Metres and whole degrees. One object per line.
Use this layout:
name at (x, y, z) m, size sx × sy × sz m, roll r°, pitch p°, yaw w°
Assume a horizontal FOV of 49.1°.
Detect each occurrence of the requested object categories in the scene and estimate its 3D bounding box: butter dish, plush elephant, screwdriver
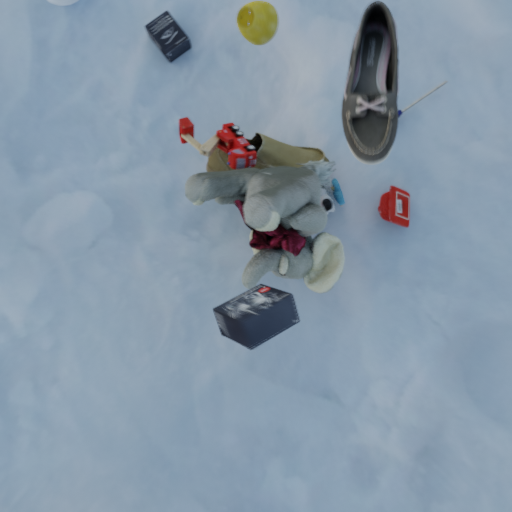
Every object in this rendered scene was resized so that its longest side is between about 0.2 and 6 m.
butter dish at (2.520, -0.894, 10.476) m, size 0.701 × 0.519 × 0.703 m, roll 12°, pitch 78°, yaw -44°
plush elephant at (0.341, -0.386, 9.389) m, size 2.682 × 2.209 × 2.076 m, roll -21°, pitch 119°, yaw -40°
screwdriver at (2.896, -2.877, 10.762) m, size 1.886 × 0.263 × 0.274 m, roll -39°, pitch 115°, yaw -1°

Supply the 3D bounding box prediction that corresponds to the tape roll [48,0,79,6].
tape roll at (-3.836, -5.449, 11.013) m, size 0.961 × 0.336 × 0.961 m, roll 0°, pitch 84°, yaw 0°

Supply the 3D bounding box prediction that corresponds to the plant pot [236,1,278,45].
plant pot at (-0.048, -3.477, 8.279) m, size 0.626 × 0.444 × 0.626 m, roll 6°, pitch 102°, yaw 30°

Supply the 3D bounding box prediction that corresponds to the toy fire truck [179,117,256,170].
toy fire truck at (-0.692, -1.940, 9.678) m, size 0.975 × 0.337 × 1.383 m, roll -16°, pitch 51°, yaw -21°

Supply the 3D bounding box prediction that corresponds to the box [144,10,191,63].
box at (-1.701, -4.239, 10.856) m, size 0.558 × 0.393 × 0.754 m, roll -36°, pitch 85°, yaw -4°

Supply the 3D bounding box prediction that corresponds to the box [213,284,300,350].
box at (0.000, 0.818, 7.754) m, size 0.876 × 0.797 × 0.456 m, roll -27°, pitch 112°, yaw -27°

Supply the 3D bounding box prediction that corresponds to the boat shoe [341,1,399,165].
boat shoe at (1.676, -2.579, 8.233) m, size 0.833 × 0.710 × 2.492 m, roll 2°, pitch 70°, yaw 14°

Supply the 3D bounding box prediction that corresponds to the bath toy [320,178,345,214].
bath toy at (1.001, -0.957, 10.474) m, size 1.295 × 0.478 × 0.563 m, roll -29°, pitch 49°, yaw -3°

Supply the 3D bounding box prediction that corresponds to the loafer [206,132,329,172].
loafer at (0.225, -1.774, 10.237) m, size 2.299 × 0.775 × 0.874 m, roll -2°, pitch 46°, yaw -3°
